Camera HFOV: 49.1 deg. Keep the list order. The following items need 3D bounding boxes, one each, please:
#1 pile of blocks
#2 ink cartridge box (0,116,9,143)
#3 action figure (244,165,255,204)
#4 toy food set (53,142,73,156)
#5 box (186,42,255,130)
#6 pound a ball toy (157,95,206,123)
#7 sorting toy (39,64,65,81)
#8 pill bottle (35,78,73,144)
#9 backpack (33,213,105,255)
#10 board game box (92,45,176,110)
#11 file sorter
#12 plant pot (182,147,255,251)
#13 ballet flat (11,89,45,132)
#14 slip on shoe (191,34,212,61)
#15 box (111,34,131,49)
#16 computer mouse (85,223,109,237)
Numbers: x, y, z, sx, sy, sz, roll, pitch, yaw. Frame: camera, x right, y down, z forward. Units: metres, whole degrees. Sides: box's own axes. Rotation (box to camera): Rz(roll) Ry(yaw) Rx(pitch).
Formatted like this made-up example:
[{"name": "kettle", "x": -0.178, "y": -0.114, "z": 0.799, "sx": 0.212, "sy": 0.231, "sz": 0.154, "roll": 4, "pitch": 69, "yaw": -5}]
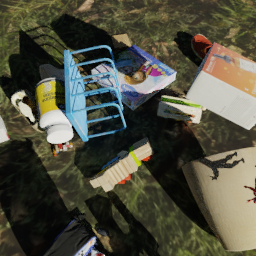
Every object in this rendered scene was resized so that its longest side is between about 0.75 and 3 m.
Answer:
[{"name": "pile of blocks", "x": -0.104, "y": 1.397, "z": 10.019, "sx": 2.622, "sy": 1.076, "sz": 0.815, "roll": -34, "pitch": 103, "yaw": -13}, {"name": "ink cartridge box", "x": -5.232, "y": 0.002, "z": 10.945, "sx": 0.738, "sy": 0.741, "sz": 1.020, "roll": -23, "pitch": 56, "yaw": -16}, {"name": "action figure", "x": 3.112, "y": 1.446, "z": 6.965, "sx": 0.348, "sy": 0.528, "sz": 1.067, "roll": 44, "pitch": 46, "yaw": -17}, {"name": "toy food set", "x": -2.476, "y": 0.781, "z": 10.605, "sx": 0.756, "sy": 0.361, "sz": 0.340, "roll": -12, "pitch": 55, "yaw": -7}, {"name": "box", "x": 2.987, "y": -1.234, "z": 8.099, "sx": 2.073, "sy": 1.102, "sz": 1.579, "roll": 28, "pitch": 53, "yaw": 4}, {"name": "pound a ball toy", "x": 2.299, "y": -0.777, "z": 11.624, "sx": 1.993, "sy": 0.847, "sz": 1.299, "roll": 11, "pitch": 29, "yaw": 9}, {"name": "sorting toy", "x": -2.876, "y": -2.092, "z": 12.508, "sx": 1.536, "sy": 0.912, "sz": 1.706, "roll": -23, "pitch": 61, "yaw": -32}, {"name": "pill bottle", "x": -2.732, "y": -0.646, "z": 10.567, "sx": 1.298, "sy": 1.298, "sz": 2.317, "roll": -13, "pitch": 63, "yaw": -9}, {"name": "backpack", "x": -1.584, "y": 3.680, "z": 7.404, "sx": 1.632, "sy": 2.018, "sz": 2.118, "roll": 40, "pitch": 55, "yaw": 20}, {"name": "board game box", "x": 0.259, "y": -2.432, "z": 12.875, "sx": 2.763, "sy": 0.570, "sz": 2.769, "roll": -38, "pitch": 62, "yaw": -25}, {"name": "file sorter", "x": -1.244, "y": -1.389, "z": 10.813, "sx": 1.828, "sy": 2.067, "sz": 2.979, "roll": -11, "pitch": 60, "yaw": 3}, {"name": "plant pot", "x": 3.141, "y": 2.194, "z": 8.479, "sx": 2.476, "sy": 2.476, "sz": 2.643, "roll": -9, "pitch": 73, "yaw": -7}, {"name": "ballet flat", "x": -4.136, "y": -0.899, "z": 11.379, "sx": 0.926, "sy": 1.028, "sz": 2.731, "roll": -47, "pitch": 63, "yaw": 2}, {"name": "slip on shoe", "x": 3.961, "y": -3.735, "z": 13.658, "sx": 1.093, "sy": 0.903, "sz": 2.952, "roll": -12, "pitch": 52, "yaw": -6}, {"name": "box", "x": -0.369, "y": -4.560, "z": 14.763, "sx": 0.872, "sy": 0.114, "sz": 1.067, "roll": -10, "pitch": 53, "yaw": -8}, {"name": "computer mouse", "x": -0.996, "y": 3.219, "z": 8.914, "sx": 0.850, "sy": 0.145, "sz": 0.249, "roll": 17, "pitch": 56, "yaw": 13}]
